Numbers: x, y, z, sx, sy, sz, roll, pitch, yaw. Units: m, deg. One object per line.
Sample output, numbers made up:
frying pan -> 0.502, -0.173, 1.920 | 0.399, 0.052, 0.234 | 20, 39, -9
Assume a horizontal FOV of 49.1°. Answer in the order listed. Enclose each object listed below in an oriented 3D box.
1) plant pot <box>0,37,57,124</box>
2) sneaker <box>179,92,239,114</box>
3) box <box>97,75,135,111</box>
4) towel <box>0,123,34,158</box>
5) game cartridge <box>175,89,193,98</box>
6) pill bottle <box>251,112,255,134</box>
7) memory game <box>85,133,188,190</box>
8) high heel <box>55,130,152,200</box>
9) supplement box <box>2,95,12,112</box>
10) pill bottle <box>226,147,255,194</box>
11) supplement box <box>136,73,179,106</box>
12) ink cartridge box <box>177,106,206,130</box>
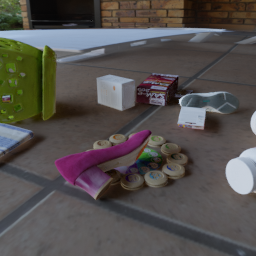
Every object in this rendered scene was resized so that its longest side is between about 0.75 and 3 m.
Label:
plant pot -> -4.038, -1.832, 10.657 | 2.560, 2.822, 2.808 | 1, 23, -16
sneaker -> 3.209, -1.066, 11.181 | 2.389, 0.840, 0.957 | 3, 10, -3
box -> -0.509, -1.507, 11.738 | 1.497, 1.140, 0.796 | 21, 32, 38
towel -> -4.304, 0.555, 8.243 | 1.926, 0.312, 2.623 | 11, 28, 19
game cartridge -> 2.633, -1.618, 13.191 | 0.620, 0.183, 0.956 | 8, 25, 26
pill bottle -> 4.598, -0.070, 7.853 | 1.369, 1.369, 2.442 | -3, 6, -7
memory game -> 0.196, 0.792, 7.839 | 2.937, 0.187, 2.937 | 0, 25, 0
high heel -> -0.484, 0.563, 7.149 | 1.325, 0.930, 2.762 | 35, 50, 14
supplement box -> -4.794, -0.982, 11.086 | 0.326, 0.420, 0.761 | -8, 26, -17
pill bottle -> 3.287, 0.913, 6.517 | 1.880, 1.055, 1.055 | -11, 26, -22
supplement box -> 1.411, -1.830, 12.910 | 1.372, 0.768, 2.522 | 9, 27, 19
ink cartridge box -> 2.262, -0.272, 9.923 | 0.901, 0.417, 1.654 | 7, 26, 14
